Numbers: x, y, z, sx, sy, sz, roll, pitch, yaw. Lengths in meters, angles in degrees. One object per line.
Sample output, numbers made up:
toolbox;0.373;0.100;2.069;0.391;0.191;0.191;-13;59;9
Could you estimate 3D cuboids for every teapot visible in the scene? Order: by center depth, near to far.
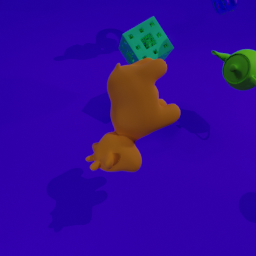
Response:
teapot;2.541;-1.361;6.397;0.737;0.935;1.504;-3;42;-40

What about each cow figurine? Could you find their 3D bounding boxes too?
cow figurine;-0.040;-0.152;4.317;1.609;1.635;0.898;-25;22;-12
cow figurine;2.025;-3.154;5.271;1.536;1.512;0.843;-33;15;-2

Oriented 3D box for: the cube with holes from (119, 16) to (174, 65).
cube with holes;0.404;-1.922;6.731;0.862;0.862;0.862;-33;90;-9
